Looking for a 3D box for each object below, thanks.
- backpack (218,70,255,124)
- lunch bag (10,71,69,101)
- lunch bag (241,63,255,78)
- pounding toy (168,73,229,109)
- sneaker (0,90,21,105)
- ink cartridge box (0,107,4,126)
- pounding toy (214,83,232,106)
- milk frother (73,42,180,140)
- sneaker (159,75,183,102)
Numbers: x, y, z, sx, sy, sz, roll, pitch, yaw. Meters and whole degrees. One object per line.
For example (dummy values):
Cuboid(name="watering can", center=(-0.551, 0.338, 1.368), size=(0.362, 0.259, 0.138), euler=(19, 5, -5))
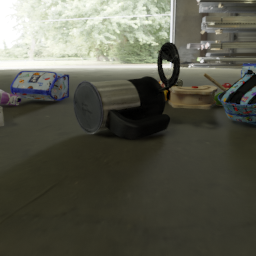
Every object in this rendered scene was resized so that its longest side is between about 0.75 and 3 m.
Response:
Cuboid(name="backpack", center=(3.576, -0.729, 7.818), size=(1.899, 1.278, 1.734), euler=(-30, 27, -25))
Cuboid(name="lunch bag", center=(-3.625, -1.770, 11.794), size=(1.779, 1.296, 2.093), euler=(5, 18, 8))
Cuboid(name="lunch bag", center=(4.655, -1.257, 9.083), size=(1.960, 1.667, 1.249), euler=(9, 14, 35))
Cuboid(name="pounding toy", center=(2.716, -1.490, 10.618), size=(2.341, 1.343, 1.339), euler=(3, 19, 12))
Cuboid(name="sneaker", center=(-4.780, -1.154, 11.154), size=(0.927, 0.589, 1.626), euler=(8, 10, -30))
Cuboid(name="ink cartridge box", center=(-4.181, -0.345, 7.757), size=(0.974, 0.571, 1.331), euler=(-14, 21, -42))
Cuboid(name="pounding toy", center=(4.305, -1.361, 11.115), size=(1.828, 0.848, 1.411), euler=(6, 16, 22))
Cuboid(name="milk frother", center=(0.046, -1.014, 7.056), size=(2.134, 2.269, 2.048), euler=(-13, 23, -39))
Cuboid(name="sneaker", center=(1.776, -1.598, 12.095), size=(1.074, 1.018, 2.615), euler=(14, 29, 31))
